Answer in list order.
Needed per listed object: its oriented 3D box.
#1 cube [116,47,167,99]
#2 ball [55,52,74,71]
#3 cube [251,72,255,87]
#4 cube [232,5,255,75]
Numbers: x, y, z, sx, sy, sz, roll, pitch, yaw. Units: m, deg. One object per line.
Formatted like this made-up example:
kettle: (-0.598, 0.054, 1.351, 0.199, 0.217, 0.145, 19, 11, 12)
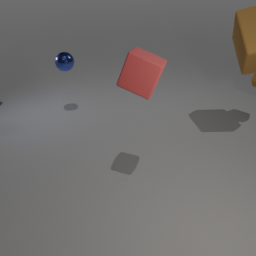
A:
cube: (0.280, -1.095, 5.523, 0.700, 0.700, 0.700, 25, 27, 2)
ball: (-2.325, -2.433, 10.284, 0.700, 0.700, 0.700, 0, 30, 0)
cube: (4.890, -1.776, 9.946, 0.700, 0.700, 0.700, 28, 4, 29)
cube: (3.905, -2.564, 8.038, 1.400, 1.400, 1.400, -11, -16, 13)
